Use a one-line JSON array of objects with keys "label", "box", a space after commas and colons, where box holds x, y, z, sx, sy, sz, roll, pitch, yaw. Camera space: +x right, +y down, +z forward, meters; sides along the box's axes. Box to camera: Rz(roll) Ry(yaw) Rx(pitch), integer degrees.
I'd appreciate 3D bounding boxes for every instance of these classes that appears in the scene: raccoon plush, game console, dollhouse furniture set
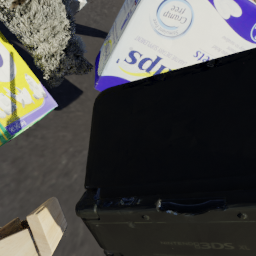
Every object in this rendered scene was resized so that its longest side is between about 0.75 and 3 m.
[{"label": "raccoon plush", "box": [-1.526, -1.431, 4.631, 1.309, 1.813, 2.706, -12, 20, 17]}, {"label": "game console", "box": [0.798, 0.547, 2.849, 2.340, 2.058, 1.362, -11, 29, 28]}, {"label": "dollhouse furniture set", "box": [-2.090, 0.411, 3.269, 1.752, 2.473, 2.692, -22, 87, -7]}]

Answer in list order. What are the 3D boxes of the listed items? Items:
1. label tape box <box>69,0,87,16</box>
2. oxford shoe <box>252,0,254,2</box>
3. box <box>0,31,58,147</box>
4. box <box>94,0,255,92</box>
[{"label": "label tape box", "box": [-2.088, -3.425, 6.313, 1.511, 0.697, 2.108, 62, 29, 2]}, {"label": "oxford shoe", "box": [2.867, -2.843, 7.061, 0.690, 1.960, 0.733, 4, 46, 46]}, {"label": "box", "box": [-2.496, -1.125, 4.415, 0.685, 2.832, 1.662, -34, 11, 20]}, {"label": "box", "box": [0.881, -1.491, 5.037, 2.230, 2.425, 1.272, 21, 33, -21]}]
